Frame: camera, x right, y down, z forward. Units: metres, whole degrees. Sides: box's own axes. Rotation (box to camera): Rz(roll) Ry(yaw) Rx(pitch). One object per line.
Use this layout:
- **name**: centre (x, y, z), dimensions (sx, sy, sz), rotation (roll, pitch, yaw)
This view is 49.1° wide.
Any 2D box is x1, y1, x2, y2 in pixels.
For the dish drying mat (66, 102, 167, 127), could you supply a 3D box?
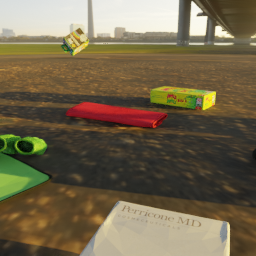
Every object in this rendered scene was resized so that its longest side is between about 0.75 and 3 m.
- **dish drying mat**: centre (-0.364, -0.379, 8.094), dimensions (2.815, 0.256, 1.081), rotation (10, 21, 26)

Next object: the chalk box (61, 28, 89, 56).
- **chalk box**: centre (-1.575, -2.442, 8.085), dimensions (0.752, 0.469, 0.466), rotation (-38, 4, -17)

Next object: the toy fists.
- **toy fists**: centre (-2.146, 0.341, 5.488), dimensions (1.103, 0.379, 0.562), rotation (3, 5, 11)

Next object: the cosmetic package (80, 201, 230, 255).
- **cosmetic package**: centre (0.038, 1.365, 1.725), dimensions (1.075, 0.783, 2.115), rotation (6, 20, 17)

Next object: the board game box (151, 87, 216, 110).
- **board game box**: centre (1.919, -1.090, 9.909), dimensions (2.014, 0.480, 1.023), rotation (13, 22, 35)

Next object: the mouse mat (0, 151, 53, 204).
- **mouse mat**: centre (-2.982, 0.819, 4.570), dimensions (2.915, 0.110, 2.346), rotation (15, 22, 37)

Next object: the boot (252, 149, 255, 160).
- **boot**: centre (2.860, 0.507, 5.138), dimensions (0.911, 0.337, 0.746), rotation (-15, 20, -22)
